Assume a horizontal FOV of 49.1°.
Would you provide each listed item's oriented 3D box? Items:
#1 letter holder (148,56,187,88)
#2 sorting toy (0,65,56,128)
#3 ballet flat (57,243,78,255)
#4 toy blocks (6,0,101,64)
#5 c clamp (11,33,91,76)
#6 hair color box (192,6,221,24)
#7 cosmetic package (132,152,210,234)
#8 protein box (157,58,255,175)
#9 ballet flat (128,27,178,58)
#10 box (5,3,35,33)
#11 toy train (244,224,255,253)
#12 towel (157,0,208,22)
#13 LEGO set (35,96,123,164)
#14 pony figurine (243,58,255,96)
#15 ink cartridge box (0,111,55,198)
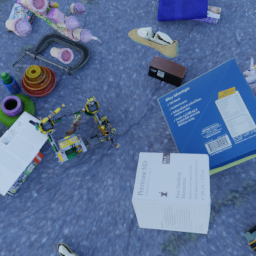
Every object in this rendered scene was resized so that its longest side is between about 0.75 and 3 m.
[{"bbox_3d":[1.760,-2.569,11.952,1.479,0.744,1.051,24,69,9],"label":"letter holder"},{"bbox_3d":[-4.293,-1.539,11.268,1.797,1.227,2.990,30,72,11],"label":"sorting toy"},{"bbox_3d":[-1.949,4.126,9.038,0.461,0.511,1.359,-48,34,-19],"label":"ballet flat"},{"bbox_3d":[-2.346,-3.908,9.689,2.277,2.528,2.705,28,91,44],"label":"toy blocks"},{"bbox_3d":[-3.234,-3.141,12.420,2.903,0.393,2.480,20,65,9],"label":"c clamp"},{"bbox_3d":[3.694,-5.413,13.252,1.263,0.409,0.690,14,69,5],"label":"hair color box"},{"bbox_3d":[1.295,1.854,8.119,2.010,1.658,1.657,1,46,12],"label":"cosmetic package"},{"bbox_3d":[3.092,-0.195,9.691,2.910,1.977,2.931,-28,67,23],"label":"protein box"},{"bbox_3d":[0.900,-3.138,9.708,2.042,0.643,0.701,31,59,20],"label":"ballet flat"},{"bbox_3d":[-5.024,-5.162,13.215,1.032,0.285,1.511,8,69,3],"label":"box"},{"bbox_3d":[5.041,3.582,9.472,2.130,0.908,1.214,-29,62,-11],"label":"toy train"},{"bbox_3d":[2.555,-5.708,13.079,2.305,0.571,1.702,2,72,16],"label":"towel"},{"bbox_3d":[-1.749,0.033,10.025,2.827,1.638,2.174,-17,85,-22],"label":"LEGO set"},{"bbox_3d":[4.567,-1.252,10.931,2.546,2.120,2.458,-28,71,9],"label":"pony figurine"},{"bbox_3d":[-4.157,0.962,10.559,1.583,0.732,2.906,31,70,12],"label":"ink cartridge box"}]
